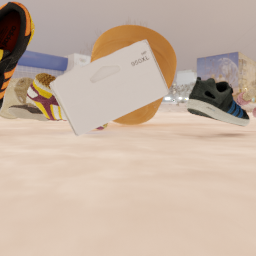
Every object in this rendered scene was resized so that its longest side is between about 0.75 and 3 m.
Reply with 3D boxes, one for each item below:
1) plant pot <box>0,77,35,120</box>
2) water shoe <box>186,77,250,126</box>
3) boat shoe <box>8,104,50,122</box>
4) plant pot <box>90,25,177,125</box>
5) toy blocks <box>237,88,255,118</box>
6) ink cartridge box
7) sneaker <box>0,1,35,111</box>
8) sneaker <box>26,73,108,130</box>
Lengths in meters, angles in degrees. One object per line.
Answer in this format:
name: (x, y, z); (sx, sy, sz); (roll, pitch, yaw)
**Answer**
plant pot: (-4.735, -1.403, 12.151); (1.770, 1.933, 1.933); (-6, -1, 41)
water shoe: (1.759, -0.459, 5.024); (1.780, 0.702, 0.636); (7, 9, -46)
boat shoe: (-3.378, -0.576, 9.672); (1.518, 0.433, 0.507); (14, -42, -40)
plant pot: (0.045, -1.345, 8.326); (2.683, 1.878, 2.683); (8, -34, 5)
toy blocks: (3.037, -0.623, 5.778); (1.258, 1.176, 1.059); (38, -5, 9)
ink cartridge box: (-0.349, -0.625, 4.976); (1.546, 0.901, 2.139); (-26, 5, -4)
sneaker: (-2.492, -1.065, 4.968); (0.912, 2.609, 1.174); (26, -2, -18)
sneaker: (-1.432, -0.452, 6.675); (1.984, 0.894, 0.743); (34, 33, -9)
